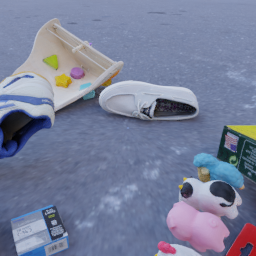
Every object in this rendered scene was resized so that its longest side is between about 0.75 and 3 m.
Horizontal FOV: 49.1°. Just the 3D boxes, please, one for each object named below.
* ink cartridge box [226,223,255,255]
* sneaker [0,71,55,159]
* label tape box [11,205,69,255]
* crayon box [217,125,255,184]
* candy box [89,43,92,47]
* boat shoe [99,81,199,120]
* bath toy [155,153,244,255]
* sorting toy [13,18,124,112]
[{"bbox_3d":[2.390,1.852,3.514,2.110,0.709,1.226,23,36,34],"label":"ink cartridge box"},{"bbox_3d":[-2.540,0.106,4.999,2.792,1.051,1.231,-34,49,9],"label":"sneaker"},{"bbox_3d":[-1.431,1.557,4.414,0.727,0.319,1.008,-15,34,-24],"label":"label tape box"},{"bbox_3d":[3.432,0.562,5.080,2.971,0.755,1.886,-1,19,-22],"label":"crayon box"},{"bbox_3d":[-2.456,-3.334,12.412,1.607,0.575,1.348,0,31,1],"label":"candy box"},{"bbox_3d":[0.581,-0.614,7.621,2.721,0.979,0.932,7,29,-7],"label":"boat shoe"},{"bbox_3d":[0.936,1.246,3.917,0.908,0.771,2.087,-29,15,45],"label":"bath toy"},{"bbox_3d":[-2.115,-1.613,8.704,2.947,1.574,2.653,37,61,19],"label":"sorting toy"}]
